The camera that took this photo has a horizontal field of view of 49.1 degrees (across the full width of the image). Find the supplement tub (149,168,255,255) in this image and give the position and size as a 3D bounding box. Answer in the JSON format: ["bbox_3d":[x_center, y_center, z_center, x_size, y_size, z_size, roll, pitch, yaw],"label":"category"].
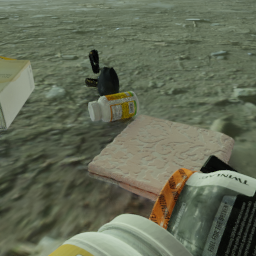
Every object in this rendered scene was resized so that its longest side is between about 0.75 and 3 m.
[{"bbox_3d":[1.654,1.514,3.095,2.741,1.680,1.680,19,35,27],"label":"supplement tub"}]

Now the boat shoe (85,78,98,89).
[{"bbox_3d":[-0.932,-1.533,9.569,1.079,0.325,0.385,2,31,3],"label":"boat shoe"}]

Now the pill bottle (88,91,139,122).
[{"bbox_3d":[-0.396,-0.552,7.541,1.250,0.694,0.694,-13,33,-20],"label":"pill bottle"}]

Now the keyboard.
[{"bbox_3d":[1.907,1.074,4.863,1.418,0.182,0.852,36,34,16],"label":"keyboard"}]

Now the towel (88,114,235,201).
[{"bbox_3d":[0.795,0.594,5.907,2.419,0.408,2.532,14,33,24],"label":"towel"}]

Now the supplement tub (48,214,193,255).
[{"bbox_3d":[-0.465,1.985,2.258,1.713,1.713,2.372,24,38,35],"label":"supplement tub"}]

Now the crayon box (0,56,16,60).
[{"bbox_3d":[-5.372,-1.819,9.696,1.680,0.689,2.672,16,35,24],"label":"crayon box"}]

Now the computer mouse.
[{"bbox_3d":[-0.967,-1.860,9.307,0.508,0.876,2.987,0,35,-25],"label":"computer mouse"}]

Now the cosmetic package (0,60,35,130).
[{"bbox_3d":[-3.832,-1.067,8.099,1.467,1.036,2.835,-2,30,-2],"label":"cosmetic package"}]
